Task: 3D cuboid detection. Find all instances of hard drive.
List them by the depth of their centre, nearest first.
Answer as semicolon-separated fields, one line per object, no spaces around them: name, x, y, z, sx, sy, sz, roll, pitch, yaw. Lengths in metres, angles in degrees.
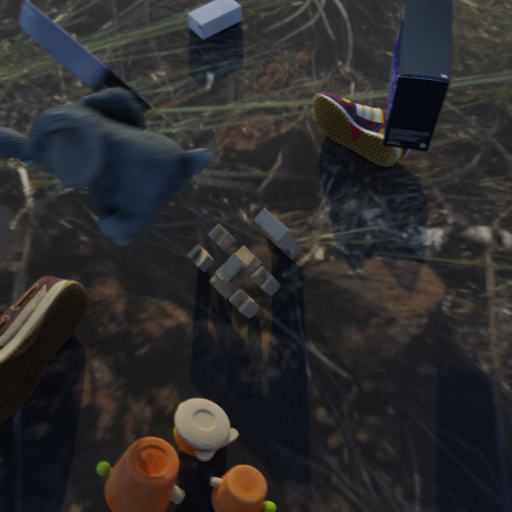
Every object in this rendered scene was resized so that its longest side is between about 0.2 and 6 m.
hard drive;-2.565;-2.856;8.300;2.031;1.370;0.430;42;94;24

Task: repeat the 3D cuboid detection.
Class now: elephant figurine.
elephant figurine;-1.995;-1.278;6.726;2.225;1.574;1.726;43;84;-14

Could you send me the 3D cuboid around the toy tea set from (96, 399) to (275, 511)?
toy tea set;-0.600;3.282;6.883;1.762;1.097;2.963;-13;51;-43

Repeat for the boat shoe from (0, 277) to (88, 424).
boat shoe;-3.572;1.348;7.979;0.961;0.963;2.671;17;59;25

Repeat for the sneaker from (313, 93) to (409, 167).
sneaker;1.989;-2.458;10.426;2.007;0.752;0.904;41;57;16

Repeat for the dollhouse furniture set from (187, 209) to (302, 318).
dollhouse furniture set;-0.066;0.073;8.917;1.427;0.929;1.311;-46;66;-1

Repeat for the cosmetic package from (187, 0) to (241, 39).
cosmetic package;-0.900;-5.223;12.251;1.078;0.399;0.548;-34;64;-17

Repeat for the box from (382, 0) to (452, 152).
box;2.522;-2.858;8.770;0.781;1.398;1.981;10;57;6
